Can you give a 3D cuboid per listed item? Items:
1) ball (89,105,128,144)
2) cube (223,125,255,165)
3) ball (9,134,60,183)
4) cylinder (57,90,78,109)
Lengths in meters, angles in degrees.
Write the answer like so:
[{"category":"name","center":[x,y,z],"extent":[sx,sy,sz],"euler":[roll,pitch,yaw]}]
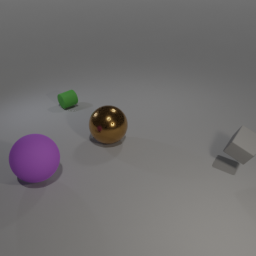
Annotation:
[{"category":"ball","center":[-0.706,-0.118,10.080],"extent":[1.400,1.400,1.400],"euler":[0,29,0]},{"category":"cube","center":[3.326,0.494,8.093],"extent":[0.700,0.700,0.700],"euler":[35,64,13]},{"category":"ball","center":[-2.676,0.863,8.068],"extent":[1.400,1.400,1.400],"euler":[0,29,0]},{"category":"cylinder","center":[-2.768,-1.330,12.875],"extent":[0.700,0.700,0.700],"euler":[-27,38,-31]}]
